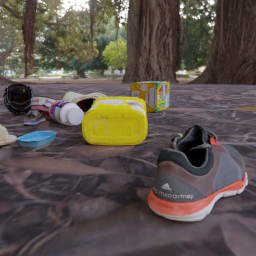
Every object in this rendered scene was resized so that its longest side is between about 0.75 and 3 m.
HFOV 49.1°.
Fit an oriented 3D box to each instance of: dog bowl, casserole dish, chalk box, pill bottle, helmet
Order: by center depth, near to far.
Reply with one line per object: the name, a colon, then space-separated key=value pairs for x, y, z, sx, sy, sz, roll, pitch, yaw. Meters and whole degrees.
casserole dish: x=-2.535 y=0.317 z=7.877 sx=0.763 sy=0.244 sz=1.260 roll=3 pitch=11 yaw=13
pill bottle: x=-2.311 y=-0.556 z=10.605 sx=0.851 sy=0.851 sz=1.528 roll=-9 pitch=17 yaw=-37
dog bowl: x=-3.328 y=-0.827 z=11.636 sx=1.487 sy=0.548 sz=1.487 roll=8 pitch=-12 yaw=2
helmet: x=-5.071 y=-1.373 z=13.065 sx=1.508 sy=1.508 sz=1.438 roll=-5 pitch=0 yaw=-24
chalk box: x=1.325 y=-1.725 z=14.876 sx=1.482 sy=1.492 sz=2.390 roll=6 pitch=14 yaw=29

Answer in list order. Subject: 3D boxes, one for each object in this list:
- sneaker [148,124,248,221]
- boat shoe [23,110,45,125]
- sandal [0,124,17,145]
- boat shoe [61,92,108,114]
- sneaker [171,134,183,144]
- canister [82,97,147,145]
sneaker: x=1.342 y=0.492 z=4.644 sx=1.089 sy=1.157 sz=2.826 roll=7 pitch=13 yaw=32
boat shoe: x=-3.702 y=-0.444 z=10.971 sx=0.509 sy=0.510 sz=1.409 roll=1 pitch=11 yaw=6
sandal: x=-3.602 y=0.143 z=7.534 sx=0.791 sy=0.710 sz=2.158 roll=0 pitch=11 yaw=0
boat shoe: x=-1.723 y=-1.042 z=13.045 sx=0.963 sy=1.074 sz=2.902 roll=33 pitch=25 yaw=35
sneaker: x=1.418 y=0.426 z=7.345 sx=0.372 sy=0.341 sz=0.888 roll=-27 pitch=18 yaw=-9
canister: x=-0.345 y=-0.287 z=8.735 sx=1.908 sy=1.112 sz=2.569 roll=0 pitch=13 yaw=1
